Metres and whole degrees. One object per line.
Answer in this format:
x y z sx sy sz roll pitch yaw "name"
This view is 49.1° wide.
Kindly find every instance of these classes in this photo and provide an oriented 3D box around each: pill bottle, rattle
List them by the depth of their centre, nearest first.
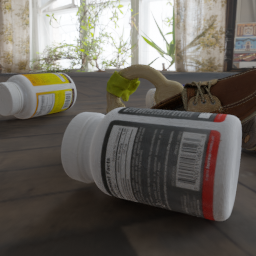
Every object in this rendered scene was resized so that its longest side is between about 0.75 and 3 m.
0.301 0.382 3.883 2.260 1.309 1.309 7 15 26 "pill bottle"
0.909 -0.869 8.420 2.931 1.908 2.094 3 -2 6 "rattle"
1.625 -0.965 9.777 1.869 1.082 1.082 4 13 37 "pill bottle"
-3.212 -1.151 9.834 1.477 1.477 2.704 9 16 31 "pill bottle"

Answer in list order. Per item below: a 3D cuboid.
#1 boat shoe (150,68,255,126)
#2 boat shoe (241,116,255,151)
1.419 -0.413 5.388 2.646 0.950 1.002 -29 42 30 "boat shoe"
3.229 -0.367 6.781 0.998 1.053 2.781 18 44 4 "boat shoe"
